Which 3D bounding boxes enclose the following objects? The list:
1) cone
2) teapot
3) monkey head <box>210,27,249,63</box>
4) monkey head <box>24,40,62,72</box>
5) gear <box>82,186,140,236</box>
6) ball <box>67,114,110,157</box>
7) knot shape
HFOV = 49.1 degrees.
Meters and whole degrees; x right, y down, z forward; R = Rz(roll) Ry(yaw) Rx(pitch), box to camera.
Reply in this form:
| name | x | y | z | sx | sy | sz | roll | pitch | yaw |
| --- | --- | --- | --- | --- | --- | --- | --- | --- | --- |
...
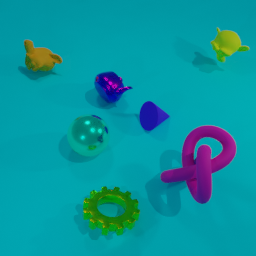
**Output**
| name | x | y | z | sx | sy | sz | roll | pitch | yaw |
| --- | --- | --- | --- | --- | --- | --- | --- | --- | --- |
| cone | 0.979 | -0.369 | 8.674 | 0.909 | 0.905 | 0.905 | -1 | 46 | -34 |
| teapot | -0.506 | -1.347 | 8.989 | 0.848 | 1.077 | 1.732 | -37 | 36 | -16 |
| monkey head | 3.490 | -2.890 | 9.923 | 0.889 | 1.061 | 1.475 | -42 | 61 | -1 |
| monkey head | -3.116 | -2.585 | 9.877 | 1.644 | 1.183 | 0.990 | 21 | 40 | 36 |
| gear | -0.396 | 1.926 | 6.649 | 1.337 | 0.247 | 1.337 | 7 | 29 | -4 |
| ball | -1.089 | 0.204 | 7.759 | 1.176 | 1.176 | 1.176 | 0 | 51 | 0 |
| knot shape | 1.649 | 0.915 | 6.549 | 0.918 | 1.987 | 1.859 | 38 | 19 | -10 |
